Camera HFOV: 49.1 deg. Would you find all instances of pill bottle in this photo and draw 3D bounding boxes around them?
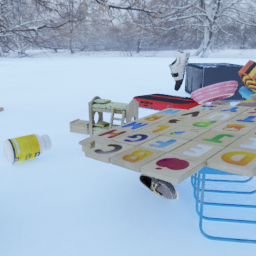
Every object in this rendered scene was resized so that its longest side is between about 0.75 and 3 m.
[{"bbox_3d":[-1.929,0.364,5.411,0.830,0.465,0.465,-14,22,-39],"label":"pill bottle"}]

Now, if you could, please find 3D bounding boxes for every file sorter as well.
[{"bbox_3d":[1.389,0.618,3.708,1.096,0.969,1.580,2,17,7],"label":"file sorter"}]

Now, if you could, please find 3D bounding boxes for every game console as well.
[{"bbox_3d":[1.449,-0.939,10.118,2.203,0.342,1.948,13,17,36],"label":"game console"}]

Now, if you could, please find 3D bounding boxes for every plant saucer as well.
[{"bbox_3d":[2.806,-1.114,9.073,1.498,0.380,1.498,-12,-5,-1],"label":"plant saucer"}]

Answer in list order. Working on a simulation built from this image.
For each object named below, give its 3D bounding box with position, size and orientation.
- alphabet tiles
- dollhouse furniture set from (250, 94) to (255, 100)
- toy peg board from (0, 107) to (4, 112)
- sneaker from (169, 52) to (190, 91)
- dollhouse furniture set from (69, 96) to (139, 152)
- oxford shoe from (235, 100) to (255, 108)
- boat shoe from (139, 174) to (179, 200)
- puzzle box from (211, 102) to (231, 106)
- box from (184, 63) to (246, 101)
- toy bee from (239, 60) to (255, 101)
[{"bbox_3d":[0.918,0.025,3.864,2.311,0.088,2.777,10,23,44],"label":"alphabet tiles"},{"bbox_3d":[5.036,-1.290,7.740,2.428,2.454,1.264,36,-8,-20],"label":"dollhouse furniture set"},{"bbox_3d":[-4.822,-0.727,8.842,1.187,0.580,1.182,3,17,10],"label":"toy peg board"},{"bbox_3d":[1.829,-2.147,10.582,0.674,1.524,0.565,8,27,-1],"label":"sneaker"},{"bbox_3d":[-0.842,-0.150,6.256,1.727,0.960,1.528,8,18,24],"label":"dollhouse furniture set"},{"bbox_3d":[3.451,-0.327,7.479,0.654,0.640,1.795,-14,21,-24],"label":"oxford shoe"},{"bbox_3d":[0.441,0.847,4.127,0.255,0.307,0.856,-12,16,-20],"label":"boat shoe"},{"bbox_3d":[2.938,-0.677,9.203,0.619,0.118,0.930,4,23,34],"label":"puzzle box"},{"bbox_3d":[3.598,-1.985,11.674,1.867,1.347,2.516,-1,17,-4],"label":"box"},{"bbox_3d":[4.457,-1.177,8.887,2.720,1.781,1.479,-3,38,-49],"label":"toy bee"}]
